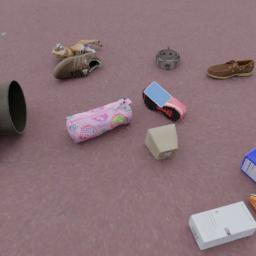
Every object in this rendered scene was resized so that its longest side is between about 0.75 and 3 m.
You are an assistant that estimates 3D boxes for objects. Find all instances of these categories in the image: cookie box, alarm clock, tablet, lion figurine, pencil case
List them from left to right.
[{"bbox_3d":[-2.738,-4.309,15.327,1.596,0.944,2.606,21,36,28],"label":"lion figurine"},{"bbox_3d":[-1.117,-0.348,11.346,2.730,1.193,1.193,-21,51,-17],"label":"pencil case"},{"bbox_3d":[1.054,-1.189,9.935,0.575,0.060,0.883,-44,75,-9],"label":"tablet"},{"bbox_3d":[2.096,-3.535,14.702,1.258,0.621,1.865,3,50,3],"label":"alarm clock"},{"bbox_3d":[5.612,1.536,9.730,2.114,0.929,2.471,-25,52,-22],"label":"cookie box"}]

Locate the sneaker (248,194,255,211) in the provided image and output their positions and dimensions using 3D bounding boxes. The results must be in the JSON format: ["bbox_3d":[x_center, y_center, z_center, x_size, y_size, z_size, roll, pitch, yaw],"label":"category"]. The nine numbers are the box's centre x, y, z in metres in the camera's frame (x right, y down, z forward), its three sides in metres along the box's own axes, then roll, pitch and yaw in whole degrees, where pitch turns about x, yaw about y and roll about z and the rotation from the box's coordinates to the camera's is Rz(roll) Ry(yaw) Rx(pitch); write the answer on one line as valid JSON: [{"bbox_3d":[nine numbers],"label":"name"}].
[{"bbox_3d":[4.282,2.740,8.912,0.738,0.511,1.318,-31,54,-27],"label":"sneaker"}]

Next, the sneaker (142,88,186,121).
[{"bbox_3d":[1.604,-1.105,12.438,2.199,0.810,0.954,36,45,22],"label":"sneaker"}]

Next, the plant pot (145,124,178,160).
[{"bbox_3d":[1.331,0.602,10.615,1.065,1.066,0.944,-12,62,-11],"label":"plant pot"}]

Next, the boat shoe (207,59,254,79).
[{"bbox_3d":[5.159,-3.055,14.070,2.410,0.814,0.867,-5,47,-5],"label":"boat shoe"}]

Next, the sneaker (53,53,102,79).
[{"bbox_3d":[-2.450,-3.040,13.998,2.586,0.911,0.977,-34,57,-27],"label":"sneaker"}]

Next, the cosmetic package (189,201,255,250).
[{"bbox_3d":[2.894,2.977,8.593,1.802,0.667,0.916,-13,49,-10],"label":"cosmetic package"}]

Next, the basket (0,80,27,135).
[{"bbox_3d":[-5.803,-0.602,11.091,2.917,1.984,2.630,-11,36,-5],"label":"basket"}]
